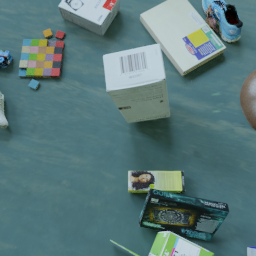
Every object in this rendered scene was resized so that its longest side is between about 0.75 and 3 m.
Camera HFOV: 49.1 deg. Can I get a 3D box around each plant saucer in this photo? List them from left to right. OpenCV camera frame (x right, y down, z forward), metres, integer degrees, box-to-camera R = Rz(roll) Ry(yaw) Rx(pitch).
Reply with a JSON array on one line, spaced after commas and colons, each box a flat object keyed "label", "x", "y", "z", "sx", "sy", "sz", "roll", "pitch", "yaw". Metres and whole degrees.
[{"label": "plant saucer", "x": 5.140, "y": -0.917, "z": 9.074, "sx": 2.847, "sy": 0.521, "sz": 2.847, "roll": 0, "pitch": 73, "yaw": 1}]

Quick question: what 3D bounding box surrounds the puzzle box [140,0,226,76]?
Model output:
[{"label": "puzzle box", "x": 1.894, "y": -3.339, "z": 9.912, "sx": 1.825, "sy": 0.349, "sz": 2.743, "roll": -30, "pitch": 75, "yaw": -9}]

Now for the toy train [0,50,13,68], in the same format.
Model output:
[{"label": "toy train", "x": -4.489, "y": -2.399, "z": 9.608, "sx": 0.968, "sy": 0.420, "sz": 0.553, "roll": 7, "pitch": 64, "yaw": 5}]

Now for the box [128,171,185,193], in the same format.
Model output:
[{"label": "box", "x": 0.832, "y": 1.603, "z": 8.313, "sx": 1.654, "sy": 0.415, "sz": 0.623, "roll": -1, "pitch": 67, "yaw": -1}]

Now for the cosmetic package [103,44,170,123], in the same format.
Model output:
[{"label": "cosmetic package", "x": 0.359, "y": -1.022, "z": 7.575, "sx": 1.420, "sy": 2.794, "sz": 1.034, "roll": -9, "pitch": 73, "yaw": 9}]

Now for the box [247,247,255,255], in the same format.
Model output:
[{"label": "box", "x": 4.140, "y": 3.999, "z": 7.327, "sx": 1.692, "sy": 0.888, "sz": 1.556, "roll": 3, "pitch": 73, "yaw": 0}]

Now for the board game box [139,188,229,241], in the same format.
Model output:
[{"label": "board game box", "x": 1.435, "y": 2.363, "z": 7.554, "sx": 2.091, "sy": 1.414, "sz": 0.294, "roll": 12, "pitch": 38, "yaw": -2}]

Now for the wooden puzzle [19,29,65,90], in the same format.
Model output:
[{"label": "wooden puzzle", "x": -2.998, "y": -2.446, "z": 9.727, "sx": 1.424, "sy": 0.169, "sz": 2.402, "roll": 1, "pitch": 73, "yaw": 0}]

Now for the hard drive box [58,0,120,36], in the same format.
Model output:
[{"label": "hard drive box", "x": -1.363, "y": -4.318, "z": 10.056, "sx": 1.732, "sy": 0.665, "sz": 1.350, "roll": 26, "pitch": 75, "yaw": 8}]

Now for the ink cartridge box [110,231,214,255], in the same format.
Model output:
[{"label": "ink cartridge box", "x": 0.743, "y": 3.043, "z": 7.163, "sx": 2.310, "sy": 1.707, "sz": 0.875, "roll": 26, "pitch": 70, "yaw": 7}]

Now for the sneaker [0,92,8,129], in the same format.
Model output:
[{"label": "sneaker", "x": -4.302, "y": -0.800, "z": 8.968, "sx": 0.752, "sy": 0.660, "sz": 1.877, "roll": -36, "pitch": 75, "yaw": -13}]

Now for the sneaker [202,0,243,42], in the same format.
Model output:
[{"label": "sneaker", "x": 3.418, "y": -4.134, "z": 9.837, "sx": 0.843, "sy": 0.967, "sz": 2.151, "roll": -26, "pitch": 74, "yaw": -8}]

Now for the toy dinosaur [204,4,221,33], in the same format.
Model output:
[{"label": "toy dinosaur", "x": 2.935, "y": -3.774, "z": 9.865, "sx": 0.436, "sy": 0.689, "sz": 1.017, "roll": -26, "pitch": 75, "yaw": -5}]
